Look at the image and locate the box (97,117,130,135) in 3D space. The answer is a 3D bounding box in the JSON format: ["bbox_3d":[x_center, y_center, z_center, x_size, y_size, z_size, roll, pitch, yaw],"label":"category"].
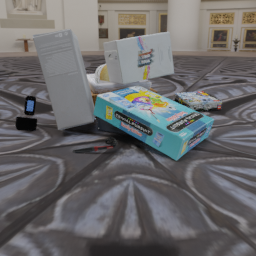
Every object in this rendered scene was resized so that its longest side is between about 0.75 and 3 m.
[{"bbox_3d":[-0.147,-0.175,7.098,1.074,0.424,0.758,8,23,18],"label":"box"}]

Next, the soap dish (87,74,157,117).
[{"bbox_3d":[-0.426,-1.138,9.080,1.991,1.028,2.530,-5,19,-15],"label":"soap dish"}]

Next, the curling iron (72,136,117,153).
[{"bbox_3d":[-0.671,0.378,5.694,0.947,0.235,0.121,-14,-17,8],"label":"curling iron"}]

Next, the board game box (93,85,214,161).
[{"bbox_3d":[0.595,-0.255,6.303,2.175,0.510,1.642,28,30,27],"label":"board game box"}]

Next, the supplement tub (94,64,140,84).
[{"bbox_3d":[-0.367,-1.568,8.823,0.940,0.940,1.301,-15,23,-39],"label":"supplement tub"}]

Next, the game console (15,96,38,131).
[{"bbox_3d":[-2.471,-0.362,6.898,0.511,0.866,0.104,5,4,-43],"label":"game console"}]

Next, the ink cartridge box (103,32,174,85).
[{"bbox_3d":[0.263,-1.879,7.561,1.539,1.113,1.119,-14,17,-18],"label":"ink cartridge box"}]

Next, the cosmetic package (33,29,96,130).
[{"bbox_3d":[-1.481,-1.166,6.927,1.003,2.224,1.188,-10,8,-2],"label":"cosmetic package"}]

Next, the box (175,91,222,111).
[{"bbox_3d":[2.334,-0.927,9.543,1.099,0.320,1.605,-5,19,-5],"label":"box"}]
